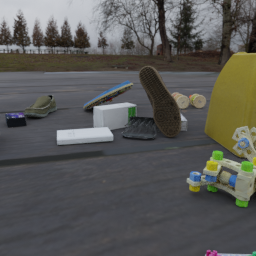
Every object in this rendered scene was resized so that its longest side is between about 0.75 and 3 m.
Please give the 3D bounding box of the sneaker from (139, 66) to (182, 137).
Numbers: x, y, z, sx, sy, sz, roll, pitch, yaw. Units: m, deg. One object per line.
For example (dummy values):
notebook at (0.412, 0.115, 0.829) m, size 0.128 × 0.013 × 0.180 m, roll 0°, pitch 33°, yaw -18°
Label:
sneaker at (1.236, -0.932, 9.822) m, size 0.931 × 2.643 × 0.998 m, roll -24°, pitch -11°, yaw 17°

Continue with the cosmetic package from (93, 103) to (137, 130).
cosmetic package at (-0.478, -0.442, 10.672) m, size 1.592 × 0.856 × 0.675 m, roll -13°, pitch 21°, yaw -36°

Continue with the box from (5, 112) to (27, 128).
box at (-4.497, -0.329, 11.193) m, size 0.700 × 0.391 × 0.991 m, roll -10°, pitch 17°, yaw -25°

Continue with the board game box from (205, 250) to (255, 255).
board game box at (1.439, 1.811, 3.481) m, size 0.781 × 0.101 × 0.781 m, roll 0°, pitch 15°, yaw 2°

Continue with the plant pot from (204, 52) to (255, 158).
plant pot at (4.192, -0.890, 8.545) m, size 2.734 × 2.797 × 2.716 m, roll -1°, pitch 14°, yaw -6°

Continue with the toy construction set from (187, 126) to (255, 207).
toy construction set at (2.389, 0.804, 5.776) m, size 1.492 × 1.049 × 2.276 m, roll 12°, pitch 29°, yaw 39°

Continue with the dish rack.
dish rack at (0.496, -0.006, 9.820) m, size 1.271 × 0.452 × 1.657 m, roll 3°, pitch 15°, yaw 16°

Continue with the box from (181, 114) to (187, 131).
box at (1.784, -0.237, 10.757) m, size 0.765 × 0.394 × 1.311 m, roll 0°, pitch 15°, yaw 1°

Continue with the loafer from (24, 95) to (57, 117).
loafer at (-4.062, -1.055, 12.978) m, size 0.941 × 0.872 × 2.503 m, roll 1°, pitch 15°, yaw 5°

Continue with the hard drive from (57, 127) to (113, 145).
hard drive at (-1.442, 0.250, 9.231) m, size 1.734 × 0.228 × 1.143 m, roll -3°, pitch 15°, yaw -13°

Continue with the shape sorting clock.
shape sorting clock at (-0.959, -1.560, 14.052) m, size 2.758 × 0.541 × 2.758 m, roll -29°, pitch 6°, yaw 3°

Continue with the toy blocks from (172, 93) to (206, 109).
toy blocks at (3.160, -1.560, 15.295) m, size 1.597 × 0.696 × 1.916 m, roll -2°, pitch 15°, yaw -6°
